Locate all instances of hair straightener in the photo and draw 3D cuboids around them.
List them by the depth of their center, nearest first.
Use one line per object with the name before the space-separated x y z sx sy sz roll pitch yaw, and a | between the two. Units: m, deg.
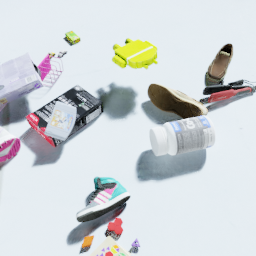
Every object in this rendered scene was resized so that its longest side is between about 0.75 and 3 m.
hair straightener | 4.493 -1.862 12.208 2.824 0.578 1.087 -16 52 -13

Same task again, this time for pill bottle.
pill bottle | 1.900 0.307 9.981 2.102 1.196 1.196 -11 51 -10

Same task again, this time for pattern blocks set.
pattern blocks set | -0.569 3.677 7.813 2.028 0.164 1.782 -31 56 -23

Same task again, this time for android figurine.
android figurine | 0.349 -3.107 11.784 1.981 0.447 2.176 -32 52 -22

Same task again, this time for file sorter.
file sorter | -3.518 -2.569 12.655 0.758 0.840 1.209 15 51 9

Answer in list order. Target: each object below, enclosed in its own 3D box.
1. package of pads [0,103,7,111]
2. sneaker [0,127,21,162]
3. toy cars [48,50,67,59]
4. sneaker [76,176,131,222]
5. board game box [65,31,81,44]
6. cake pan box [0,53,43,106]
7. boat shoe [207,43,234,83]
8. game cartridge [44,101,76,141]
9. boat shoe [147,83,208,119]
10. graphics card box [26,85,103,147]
package of pads | -5.449 -1.113 11.673 0.691 0.434 1.146 13 51 11
sneaker | -5.236 0.865 9.656 2.788 1.134 1.230 -29 54 -32
toy cars | -3.578 -3.725 13.993 1.141 0.253 0.511 -16 52 -13
sneaker | -0.936 2.095 8.740 1.807 0.755 1.091 -20 57 -26
board game box | -2.953 -4.861 14.973 0.462 0.217 0.910 -29 56 -22
cake pan box | -4.670 -2.071 11.596 2.055 0.537 1.892 -27 59 -7
boat shoe | 4.331 -3.146 13.072 0.906 0.907 2.453 20 53 16
game cartridge | -2.367 -0.248 10.078 0.870 0.271 1.307 18 71 -8
boat shoe | 1.960 -1.056 11.419 2.651 0.945 0.855 34 31 26
graphics card box | -2.431 -0.551 11.055 1.618 0.656 2.579 35 59 26
